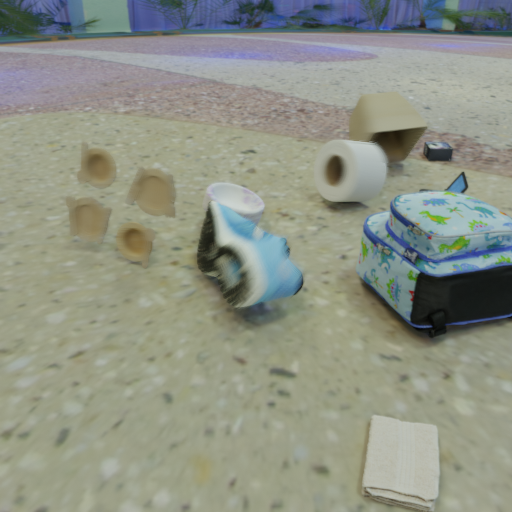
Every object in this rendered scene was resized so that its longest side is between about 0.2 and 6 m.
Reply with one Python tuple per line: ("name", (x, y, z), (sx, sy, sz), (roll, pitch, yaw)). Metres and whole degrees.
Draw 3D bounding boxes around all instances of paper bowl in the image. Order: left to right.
("paper bowl", (-0.552, -1.041, 12.631), (1.345, 0.700, 1.345), (17, 30, -10))

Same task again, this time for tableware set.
("tableware set", (-2.754, -0.985, 11.160), (2.484, 2.075, 0.288), (23, 22, 14))

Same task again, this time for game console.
("game console", (4.657, -1.656, 13.993), (1.025, 0.710, 1.201), (7, 28, 11))

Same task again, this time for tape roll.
("tape roll", (2.276, -2.065, 13.724), (1.028, 1.497, 1.497), (-4, 26, -35))

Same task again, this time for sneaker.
("sneaker", (-0.157, -0.008, 10.396), (1.437, 1.253, 3.196), (5, 26, -25))

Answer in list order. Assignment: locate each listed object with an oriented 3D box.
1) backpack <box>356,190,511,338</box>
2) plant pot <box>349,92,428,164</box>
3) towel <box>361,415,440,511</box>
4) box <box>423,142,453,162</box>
("backpack", (3.153, -0.104, 9.877), (2.387, 1.917, 2.609), (-8, 25, -21))
("plant pot", (3.574, -3.716, 16.049), (1.708, 1.710, 1.514), (-9, 68, -14))
("towel", (1.777, 2.481, 6.859), (0.872, 0.227, 1.315), (8, 29, 12))
("box", (5.563, -3.196, 17.130), (0.701, 0.432, 0.696), (0, 30, 1))
